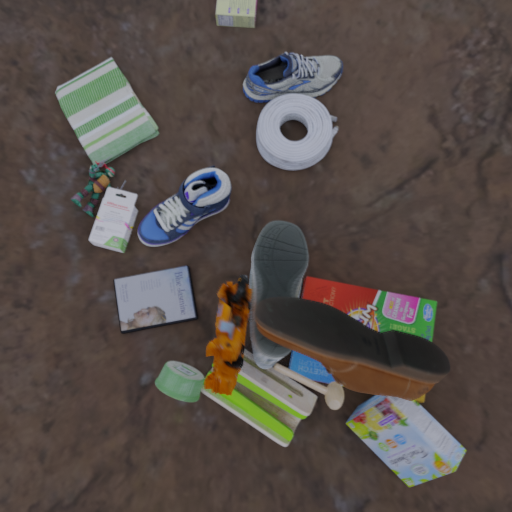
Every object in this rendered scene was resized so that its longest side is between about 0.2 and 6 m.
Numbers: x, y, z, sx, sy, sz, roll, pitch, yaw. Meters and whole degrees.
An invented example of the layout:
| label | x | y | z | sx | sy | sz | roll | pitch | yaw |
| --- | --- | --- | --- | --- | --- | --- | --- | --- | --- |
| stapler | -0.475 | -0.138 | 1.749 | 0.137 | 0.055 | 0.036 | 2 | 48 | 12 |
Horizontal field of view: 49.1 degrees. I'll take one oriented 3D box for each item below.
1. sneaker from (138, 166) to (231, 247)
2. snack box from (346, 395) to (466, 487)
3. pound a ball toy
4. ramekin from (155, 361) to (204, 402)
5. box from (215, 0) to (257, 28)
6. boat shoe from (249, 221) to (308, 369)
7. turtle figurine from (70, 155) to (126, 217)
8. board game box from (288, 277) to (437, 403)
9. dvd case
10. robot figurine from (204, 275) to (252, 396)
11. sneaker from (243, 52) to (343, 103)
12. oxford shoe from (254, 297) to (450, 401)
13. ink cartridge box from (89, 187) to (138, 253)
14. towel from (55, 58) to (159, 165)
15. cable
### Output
| label | x | y | z | sx | sy | sz | roll | pitch | yaw |
| --- | --- | --- | --- | --- | --- | --- | --- | --- | --- |
| sneaker | -1.425 | -0.988 | 10.610 | 2.065 | 1.512 | 0.832 | -28 | 79 | -6 |
| snack box | 2.554 | 3.132 | 9.719 | 1.594 | 1.344 | 0.539 | 43 | 51 | 8 |
| pound a ball toy | 0.327 | 2.278 | 10.036 | 2.250 | 0.956 | 1.467 | 31 | 114 | 6 |
| ramekin | -1.309 | 2.173 | 9.778 | 0.821 | 0.821 | 0.401 | 23 | 94 | 5 |
| box | -0.422 | -5.425 | 12.184 | 0.854 | 0.413 | 0.751 | 4 | 77 | 0 |
| boat shoe | 0.332 | 0.618 | 10.185 | 1.040 | 0.905 | 2.822 | 10 | 58 | -10 |
| turtle figurine | -3.114 | -1.403 | 11.208 | 0.889 | 0.598 | 1.188 | 43 | 80 | -33 |
| board game box | 1.984 | 1.567 | 10.549 | 2.508 | 0.506 | 1.919 | 10 | 77 | 2 |
| dvd case | -1.957 | 0.849 | 10.906 | 1.514 | 0.133 | 1.080 | -11 | 77 | -3 |
| robot figurine | -0.418 | 1.171 | 8.975 | 0.567 | 1.413 | 1.948 | 7 | 33 | 1 |
| sneaker | 0.795 | -3.746 | 11.547 | 2.149 | 0.915 | 0.828 | -16 | 78 | -4 |
| oxford shoe | 1.321 | 1.548 | 8.580 | 3.065 | 1.092 | 1.093 | 21 | 35 | -4 |
| ink cartridge box | -2.789 | -0.713 | 11.125 | 0.678 | 0.390 | 1.157 | 15 | 78 | 3 |
| towel | -3.160 | -3.017 | 11.743 | 1.536 | 0.236 | 2.014 | -31 | 80 | -6 |
| cable | 0.781 | -2.533 | 11.455 | 1.579 | 0.547 | 1.580 | 25 | 78 | 5 |
